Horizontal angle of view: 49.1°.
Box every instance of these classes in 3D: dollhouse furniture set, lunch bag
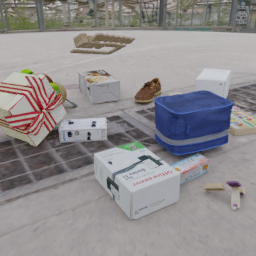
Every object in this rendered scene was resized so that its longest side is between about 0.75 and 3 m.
[{"bbox_3d":[2.554,1.863,7.447,0.958,0.759,0.680,-10,58,35],"label":"dollhouse furniture set"},{"bbox_3d":[2.285,-0.161,9.771,2.675,1.770,1.817,-10,26,-18],"label":"lunch bag"}]

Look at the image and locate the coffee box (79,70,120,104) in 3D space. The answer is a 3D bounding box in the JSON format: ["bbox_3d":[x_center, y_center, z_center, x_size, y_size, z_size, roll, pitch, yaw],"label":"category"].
[{"bbox_3d":[-1.610,-2.290,15.207,1.553,1.083,2.716,-10,26,-20],"label":"coffee box"}]

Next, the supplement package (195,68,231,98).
[{"bbox_3d":[4.351,-2.081,14.366,1.426,1.421,2.431,10,26,22],"label":"supplement package"}]

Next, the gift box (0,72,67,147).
[{"bbox_3d":[-3.763,-0.770,10.103,2.124,2.275,2.099,15,59,31],"label":"gift box"}]

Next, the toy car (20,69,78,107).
[{"bbox_3d":[-3.636,-1.390,13.109,2.100,2.017,2.557,31,11,28],"label":"toy car"}]

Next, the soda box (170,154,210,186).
[{"bbox_3d":[1.735,1.251,8.279,1.480,0.470,0.506,-15,29,-32],"label":"soda box"}]

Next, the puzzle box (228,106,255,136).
[{"bbox_3d":[4.581,-0.360,11.971,1.574,0.301,2.366,-6,25,-14],"label":"puzzle box"}]

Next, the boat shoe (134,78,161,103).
[{"bbox_3d":[1.050,-2.023,14.868,0.947,0.889,2.631,12,27,24],"label":"boat shoe"}]

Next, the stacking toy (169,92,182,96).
[{"bbox_3d":[1.841,-0.515,11.630,1.099,1.099,2.576,8,32,17],"label":"stacking toy"}]

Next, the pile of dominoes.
[{"bbox_3d":[-0.665,-2.315,7.501,1.272,0.260,1.632,-13,1,42],"label":"pile of dominoes"}]

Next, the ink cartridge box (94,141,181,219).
[{"bbox_3d":[0.194,1.312,7.642,1.544,0.875,2.106,-14,29,-28],"label":"ink cartridge box"}]

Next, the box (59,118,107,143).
[{"bbox_3d":[-1.693,0.061,10.777,1.783,0.536,1.040,-4,25,-7],"label":"box"}]
